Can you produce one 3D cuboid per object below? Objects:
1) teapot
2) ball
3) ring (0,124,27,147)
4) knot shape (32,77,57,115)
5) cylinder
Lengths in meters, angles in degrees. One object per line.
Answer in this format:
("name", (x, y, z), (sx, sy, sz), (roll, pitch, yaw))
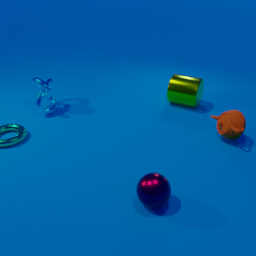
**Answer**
("teapot", (2.813, -0.118, 7.866), (0.668, 0.848, 1.364), (8, 17, -14))
("ball", (0.529, 1.280, 5.776), (0.718, 0.718, 0.718), (0, 31, 0))
("ring", (-3.473, 0.201, 8.071), (1.077, 0.215, 1.077), (0, 31, 0))
("knot shape", (-2.729, -1.047, 9.269), (0.596, 1.207, 1.289), (-8, 4, -7))
("cylinder", (2.015, -1.302, 9.792), (1.029, 1.029, 1.029), (16, 34, 24))
